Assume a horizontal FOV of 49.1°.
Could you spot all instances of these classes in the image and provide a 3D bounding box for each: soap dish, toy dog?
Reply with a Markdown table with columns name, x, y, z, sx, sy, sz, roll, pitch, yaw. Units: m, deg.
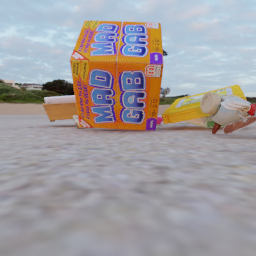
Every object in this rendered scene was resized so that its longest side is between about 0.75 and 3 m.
| name | x | y | z | sx | sy | sz | roll | pitch | yaw |
| --- | --- | --- | --- | --- | --- | --- | --- | --- | --- |
| soap dish | -1.987 | -0.740 | 10.173 | 2.109 | 0.857 | 1.659 | -4 | 6 | -16 |
| toy dog | 2.230 | -0.136 | 5.753 | 1.278 | 0.933 | 1.938 | 9 | 14 | -3 |

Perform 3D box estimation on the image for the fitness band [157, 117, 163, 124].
| name | x | y | z | sx | sy | sz | roll | pitch | yaw |
| --- | --- | --- | --- | --- | --- | --- | --- | --- | --- |
| fitness band | 0.606 | -0.291 | 11.209 | 1.230 | 0.321 | 1.713 | -3 | 3 | -45 |

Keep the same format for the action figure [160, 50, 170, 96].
| name | x | y | z | sx | sy | sz | roll | pitch | yaw |
| --- | --- | --- | --- | --- | --- | --- | --- | --- | --- |
| action figure | 0.689 | -1.650 | 10.560 | 1.540 | 2.591 | 1.322 | -13 | 45 | -22 |

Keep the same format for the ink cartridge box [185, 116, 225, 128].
| name | x | y | z | sx | sy | sz | roll | pitch | yaw |
| --- | --- | --- | --- | --- | --- | --- | --- | --- | --- |
| ink cartridge box | 3.017 | -0.234 | 9.139 | 1.361 | 0.448 | 1.870 | -3 | 15 | -36 |

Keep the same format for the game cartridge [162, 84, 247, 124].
| name | x | y | z | sx | sy | sz | roll | pitch | yaw |
| --- | --- | --- | --- | --- | --- | --- | --- | --- | --- |
| game cartridge | 2.378 | -0.777 | 8.689 | 2.302 | 0.424 | 2.612 | -13 | 9 | 21 |

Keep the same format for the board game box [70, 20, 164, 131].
| name | x | y | z | sx | sy | sz | roll | pitch | yaw |
| --- | --- | --- | --- | --- | --- | --- | --- | --- | --- |
| board game box | -0.210 | -1.410 | 7.472 | 2.073 | 2.074 | 2.072 | 3 | 44 | 1 |

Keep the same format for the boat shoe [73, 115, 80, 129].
| name | x | y | z | sx | sy | sz | roll | pitch | yaw |
| --- | --- | --- | --- | --- | --- | --- | --- | --- | --- |
| boat shoe | -1.516 | -0.230 | 8.759 | 0.300 | 0.333 | 0.923 | -25 | 20 | -8 |
